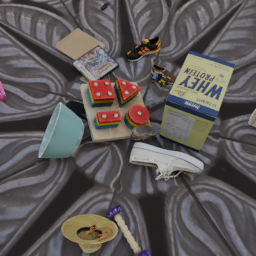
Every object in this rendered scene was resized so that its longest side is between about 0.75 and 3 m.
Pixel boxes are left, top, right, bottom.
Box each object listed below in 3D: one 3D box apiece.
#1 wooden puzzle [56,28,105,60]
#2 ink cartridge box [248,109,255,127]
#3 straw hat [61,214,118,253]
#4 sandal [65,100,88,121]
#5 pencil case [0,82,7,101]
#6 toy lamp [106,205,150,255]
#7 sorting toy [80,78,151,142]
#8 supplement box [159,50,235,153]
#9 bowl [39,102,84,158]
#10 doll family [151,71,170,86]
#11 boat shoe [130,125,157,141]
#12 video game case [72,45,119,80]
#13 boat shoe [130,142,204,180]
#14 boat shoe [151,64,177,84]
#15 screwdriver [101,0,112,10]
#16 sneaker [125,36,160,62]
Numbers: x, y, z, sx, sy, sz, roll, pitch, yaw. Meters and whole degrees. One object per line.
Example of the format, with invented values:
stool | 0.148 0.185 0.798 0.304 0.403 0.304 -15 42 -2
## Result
wooden puzzle | -2.369 -4.053 14.034 1.843 0.343 1.705 36 66 14
ink cartridge box | 5.837 -0.348 11.408 1.446 1.047 0.607 25 62 14
straw hat | -1.267 3.630 9.201 1.844 1.844 0.781 4 102 2
sandal | -1.642 -0.697 11.942 2.262 0.484 0.860 11 60 6
pencil case | -5.775 -1.678 12.552 0.476 0.461 1.016 -39 64 16
toy lamp | 0.056 3.664 9.314 0.651 0.651 2.238 -30 64 -16
sorting toy | -0.374 -0.896 11.287 2.543 0.890 2.558 -6 64 -23
supplement box | 2.581 -0.971 10.855 1.762 2.622 2.624 21 62 12
bowl | -2.443 0.252 10.642 1.156 2.209 2.209 21 57 -22
doll family | 1.475 -2.207 12.856 0.941 0.544 0.369 38 41 21
boat shoe | 0.583 0.224 10.963 1.342 0.492 0.500 2 48 -44
video game case | -1.516 -3.031 13.313 1.669 0.213 1.508 -40 78 -21
boat shoe | 1.316 1.425 10.385 2.757 1.019 1.176 15 69 17
boat shoe | 1.692 -2.509 12.983 1.404 0.520 0.519 28 64 15
screwdriver | -0.989 -7.176 15.924 0.231 0.241 1.659 33 61 17
sneaker | 0.705 -3.930 13.617 1.908 0.859 0.667 -23 62 -13
